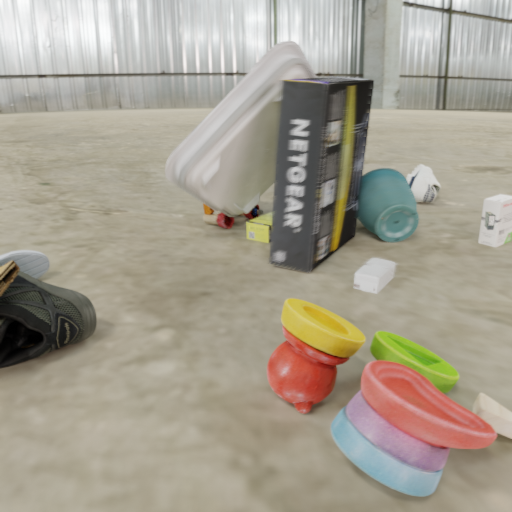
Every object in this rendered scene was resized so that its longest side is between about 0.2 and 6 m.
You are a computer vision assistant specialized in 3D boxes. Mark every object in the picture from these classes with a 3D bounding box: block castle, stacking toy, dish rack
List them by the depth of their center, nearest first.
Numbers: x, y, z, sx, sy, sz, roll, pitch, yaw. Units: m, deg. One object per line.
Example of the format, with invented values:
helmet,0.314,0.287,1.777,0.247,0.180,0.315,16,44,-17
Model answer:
stacking toy,1.453,1.674,6.250,2.371,1.106,2.619,19,11,-30
dish rack,0.107,-2.408,12.150,0.818,3.757,3.224,49,8,24
block castle,-0.582,-1.890,13.881,1.050,2.239,1.496,6,18,38

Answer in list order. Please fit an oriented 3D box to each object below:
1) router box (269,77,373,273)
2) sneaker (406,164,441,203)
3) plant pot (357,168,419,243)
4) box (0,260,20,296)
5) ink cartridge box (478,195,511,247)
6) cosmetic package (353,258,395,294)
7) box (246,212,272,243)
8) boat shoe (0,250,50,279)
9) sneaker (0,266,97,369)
router box,1.362,-1.769,11.410,0.927,3.550,2.791,13,22,25
sneaker,5.005,-2.074,16.673,0.964,0.915,2.396,19,30,19
plant pot,3.030,-1.055,12.859,1.467,1.467,1.378,-3,35,-8
box,-4.118,0.910,7.197,1.978,0.210,1.617,-28,23,9
ink cartridge box,5.379,-0.794,12.453,0.753,1.035,0.435,-16,25,-38
cosmetic package,2.166,0.352,10.234,0.468,0.341,0.921,13,22,27
box,0.504,-0.761,13.285,0.652,0.434,1.734,12,23,31
boat shoe,-4.671,0.265,10.058,1.794,0.646,0.557,-16,23,-32
sneaker,-3.704,0.820,7.904,2.550,0.975,1.460,14,17,21
